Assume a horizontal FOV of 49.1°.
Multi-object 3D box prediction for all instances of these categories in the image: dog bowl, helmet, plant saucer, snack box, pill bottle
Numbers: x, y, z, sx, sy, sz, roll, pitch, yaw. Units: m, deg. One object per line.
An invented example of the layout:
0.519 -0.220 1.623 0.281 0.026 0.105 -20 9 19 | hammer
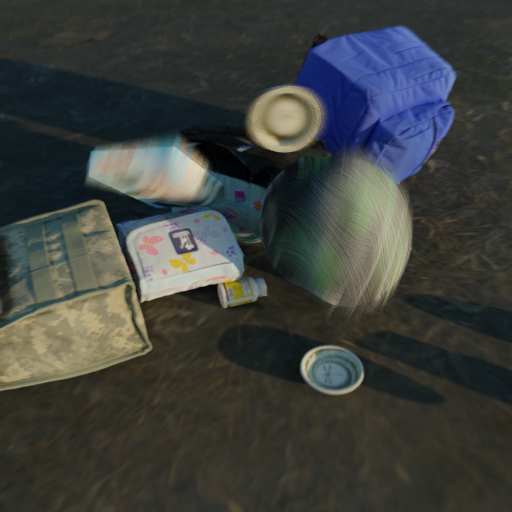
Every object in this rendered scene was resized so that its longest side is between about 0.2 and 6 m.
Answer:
0.503 -2.450 9.836 1.197 1.197 0.441 -2 35 -3 | dog bowl
1.370 -0.413 9.072 2.345 2.345 2.236 -25 33 -30 | helmet
1.151 1.797 8.586 0.963 0.242 0.963 0 36 0 | plant saucer
-1.529 -1.228 9.269 1.368 0.437 2.355 0 -7 15 | snack box
-0.247 0.634 10.020 0.818 0.455 0.455 -11 37 -14 | pill bottle

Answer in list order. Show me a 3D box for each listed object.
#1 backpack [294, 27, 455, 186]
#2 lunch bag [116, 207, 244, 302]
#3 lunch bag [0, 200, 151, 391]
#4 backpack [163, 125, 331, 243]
2.878 -3.374 13.450 3.285 3.181 3.915 48 51 12 | backpack
-1.368 -0.061 9.921 1.836 1.377 2.166 -13 23 -16 | lunch bag
-3.546 0.665 8.881 3.073 1.806 2.520 -18 40 -14 | lunch bag
-0.370 -1.552 11.659 3.309 2.094 2.761 16 28 20 | backpack
